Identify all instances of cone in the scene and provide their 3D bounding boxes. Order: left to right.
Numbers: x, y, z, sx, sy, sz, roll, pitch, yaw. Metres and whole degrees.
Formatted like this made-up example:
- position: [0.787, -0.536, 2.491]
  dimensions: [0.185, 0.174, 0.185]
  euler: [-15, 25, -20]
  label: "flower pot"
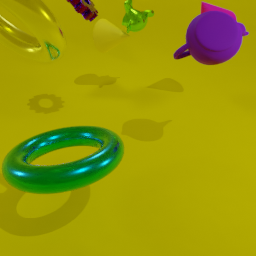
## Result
- position: [-0.375, -2.968, 9.055]
  dimensions: [1.086, 1.081, 1.081]
  euler: [12, 36, 32]
  label: "cone"
- position: [2.376, -3.284, 8.118]
  dimensions: [1.155, 1.150, 1.150]
  euler: [29, 10, -46]
  label: "cone"

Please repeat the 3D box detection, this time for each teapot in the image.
- position: [1.805, -1.831, 5.874]
  dimensions: [1.810, 0.886, 1.125]
  euler: [-21, 78, -2]
  label: "teapot"

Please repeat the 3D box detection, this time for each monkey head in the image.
- position: [0.218, -3.453, 8.645]
  dimensions: [0.744, 0.888, 1.234]
  euler: [34, 64, 31]
  label: "monkey head"

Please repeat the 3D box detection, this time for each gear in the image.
- position: [-1.186, -3.059, 6.497]
  dimensions: [0.228, 1.231, 1.231]
  euler: [-34, 31, 19]
  label: "gear"

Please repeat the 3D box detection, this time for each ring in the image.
- position: [-1.330, -1.231, 3.086]
  dimensions: [1.434, 1.434, 0.287]
  euler: [21, 75, 27]
  label: "ring"
- position: [-1.049, 0.442, 4.684]
  dimensions: [1.992, 0.398, 1.992]
  euler: [-6, 20, 2]
  label: "ring"
